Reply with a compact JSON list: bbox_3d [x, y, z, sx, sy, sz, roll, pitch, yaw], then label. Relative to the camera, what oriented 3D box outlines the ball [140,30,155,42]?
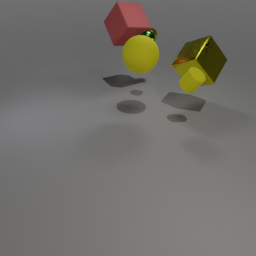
[{"bbox_3d":[0.805,-3.778,11.847,0.700,0.700,0.700,0,30,0],"label":"ball"}]

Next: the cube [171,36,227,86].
[{"bbox_3d":[2.974,-2.719,11.674,1.400,1.400,1.400,4,56,56],"label":"cube"}]

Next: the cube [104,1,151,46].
[{"bbox_3d":[-0.045,-4.855,13.167,1.400,1.400,1.400,-13,76,-36],"label":"cube"}]

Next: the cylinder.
[{"bbox_3d":[2.346,-1.741,10.228,0.700,0.700,0.700,16,51,-20],"label":"cylinder"}]

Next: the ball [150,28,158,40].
[{"bbox_3d":[1.091,-4.529,13.688,0.700,0.700,0.700,0,30,0],"label":"ball"}]

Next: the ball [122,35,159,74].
[{"bbox_3d":[0.472,-2.774,10.600,1.400,1.400,1.400,0,30,0],"label":"ball"}]
